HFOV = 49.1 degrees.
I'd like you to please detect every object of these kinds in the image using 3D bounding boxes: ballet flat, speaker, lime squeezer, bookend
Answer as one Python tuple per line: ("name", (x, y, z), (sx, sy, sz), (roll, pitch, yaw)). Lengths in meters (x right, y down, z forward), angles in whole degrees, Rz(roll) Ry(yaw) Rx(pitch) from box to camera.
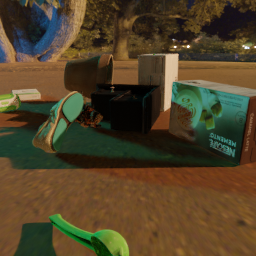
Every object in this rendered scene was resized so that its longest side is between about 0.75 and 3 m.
("ballet flat", (-1.823, -0.228, 7.267), (0.732, 0.732, 2.108), (4, 43, 14))
("speaker", (-4.980, -0.914, 10.715), (0.709, 0.709, 1.603), (12, 20, 35))
("lime squeezer", (-0.426, 1.521, 2.778), (0.992, 0.530, 2.809), (-3, 17, -9))
("bookend", (-0.295, -0.752, 9.356), (2.473, 1.139, 2.457), (4, 17, 15))

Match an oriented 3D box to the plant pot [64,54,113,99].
("plant pot", (-1.670, -2.144, 11.915), (1.839, 2.119, 2.119), (7, 17, 2))

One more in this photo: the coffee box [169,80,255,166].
("coffee box", (2.267, -0.300, 7.141), (1.076, 1.544, 2.700), (-7, 19, -26))

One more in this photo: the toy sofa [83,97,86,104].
("toy sofa", (-2.281, -1.190, 12.228), (0.842, 0.349, 0.411), (9, 20, 27))

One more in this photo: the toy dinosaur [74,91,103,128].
("toy dinosaur", (-1.396, -0.355, 8.592), (1.688, 1.146, 0.862), (-26, 26, 43))

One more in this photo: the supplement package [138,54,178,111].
("supplement package", (1.253, -1.950, 11.600), (1.193, 2.151, 1.675), (8, 18, 25))

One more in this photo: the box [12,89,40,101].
("box", (-5.108, -1.667, 13.963), (1.232, 0.310, 1.707), (-7, 17, -22))
